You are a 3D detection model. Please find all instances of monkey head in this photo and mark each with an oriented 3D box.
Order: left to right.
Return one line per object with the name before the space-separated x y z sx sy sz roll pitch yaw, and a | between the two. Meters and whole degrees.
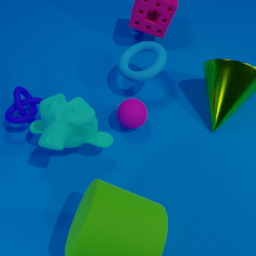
monkey head | -1.337 0.061 5.989 1.986 1.197 1.429 11 53 6

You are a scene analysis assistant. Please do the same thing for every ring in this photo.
ring | 0.361 -1.732 7.245 1.297 0.259 1.297 -10 56 16

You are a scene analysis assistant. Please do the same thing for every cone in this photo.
cone | 2.418 -0.643 7.081 1.615 1.615 1.621 19 85 12

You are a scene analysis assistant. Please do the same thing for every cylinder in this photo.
cylinder | -0.212 1.754 4.878 1.347 1.347 1.347 24 59 -10

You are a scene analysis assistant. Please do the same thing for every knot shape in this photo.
knot shape | -2.425 -0.465 6.956 1.012 0.500 1.081 21 57 -26

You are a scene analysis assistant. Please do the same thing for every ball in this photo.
ball | 0.101 -0.350 6.895 0.752 0.752 0.752 0 58 0

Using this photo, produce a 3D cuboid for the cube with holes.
cube with holes | 0.731 -3.481 8.127 1.055 1.055 1.055 16 47 -11
